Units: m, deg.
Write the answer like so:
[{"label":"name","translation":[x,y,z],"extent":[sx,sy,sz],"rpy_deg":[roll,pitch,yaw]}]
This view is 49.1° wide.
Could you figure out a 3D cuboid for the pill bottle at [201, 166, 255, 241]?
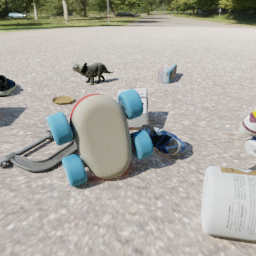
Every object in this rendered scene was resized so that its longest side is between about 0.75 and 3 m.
[{"label":"pill bottle","translation":[2.533,1.431,5.103],"extent":[2.219,1.269,1.269],"rpy_deg":[5,25,10]}]

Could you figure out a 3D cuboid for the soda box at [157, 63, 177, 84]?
[{"label":"soda box","translation":[2.189,-3.051,15.535],"extent":[0.699,0.650,2.044],"rpy_deg":[9,27,18]}]

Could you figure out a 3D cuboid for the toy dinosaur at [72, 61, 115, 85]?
[{"label":"toy dinosaur","translation":[-1.702,-2.954,14.689],"extent":[2.336,1.194,0.899],"rpy_deg":[-10,27,-18]}]

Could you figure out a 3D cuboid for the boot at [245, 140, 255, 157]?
[{"label":"boot","translation":[3.877,0.665,7.646],"extent":[0.648,0.522,1.435],"rpy_deg":[-10,25,-8]}]

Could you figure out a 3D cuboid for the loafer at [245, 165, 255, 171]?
[{"label":"loafer","translation":[2.886,1.126,6.430],"extent":[1.986,0.718,0.723],"rpy_deg":[7,26,15]}]

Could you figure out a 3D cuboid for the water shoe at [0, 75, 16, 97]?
[{"label":"water shoe","translation":[-5.880,-2.176,13.415],"extent":[0.760,0.839,2.125],"rpy_deg":[-5,25,-10]}]

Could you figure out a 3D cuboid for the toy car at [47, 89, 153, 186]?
[{"label":"toy car","translation":[-0.905,0.060,7.493],"extent":[2.193,2.104,2.379],"rpy_deg":[-21,18,-17]}]

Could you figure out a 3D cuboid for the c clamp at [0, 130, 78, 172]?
[{"label":"c clamp","translation":[-2.593,0.581,8.083],"extent":[2.049,0.325,2.399],"rpy_deg":[16,30,31]}]

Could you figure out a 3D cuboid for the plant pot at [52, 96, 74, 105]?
[{"label":"plant pot","translation":[-2.808,-1.188,12.141],"extent":[0.931,0.128,0.931],"rpy_deg":[-1,25,0]}]

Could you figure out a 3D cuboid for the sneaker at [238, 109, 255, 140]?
[{"label":"sneaker","translation":[4.442,0.020,8.702],"extent":[2.369,1.067,0.888],"rpy_deg":[17,41,-28]}]

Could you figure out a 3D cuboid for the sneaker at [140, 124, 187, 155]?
[{"label":"sneaker","translation":[0.969,0.384,8.322],"extent":[0.694,0.682,1.802],"rpy_deg":[12,12,-38]}]

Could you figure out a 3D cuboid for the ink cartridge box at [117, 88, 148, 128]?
[{"label":"ink cartridge box","translation":[0.148,-0.718,9.785],"extent":[1.095,0.618,1.492],"rpy_deg":[-5,41,7]}]
